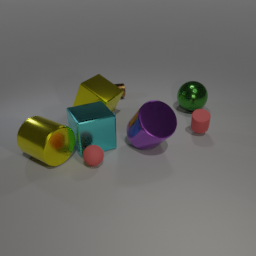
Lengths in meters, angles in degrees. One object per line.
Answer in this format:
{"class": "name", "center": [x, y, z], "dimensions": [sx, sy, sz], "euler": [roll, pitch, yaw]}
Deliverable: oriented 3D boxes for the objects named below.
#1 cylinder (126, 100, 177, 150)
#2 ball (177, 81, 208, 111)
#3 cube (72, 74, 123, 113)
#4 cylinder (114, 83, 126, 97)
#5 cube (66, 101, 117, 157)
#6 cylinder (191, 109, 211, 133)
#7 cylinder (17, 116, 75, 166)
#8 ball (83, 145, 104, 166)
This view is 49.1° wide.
{"class": "cylinder", "center": [0.802, -0.067, 9.865], "dimensions": [1.400, 1.400, 1.400], "euler": [6, 68, -16]}
{"class": "ball", "center": [2.974, -1.472, 12.960], "dimensions": [1.400, 1.400, 1.400], "euler": [0, 29, 0]}
{"class": "cube", "center": [-1.305, -1.226, 12.070], "dimensions": [1.400, 1.400, 1.400], "euler": [36, 38, 9]}
{"class": "cylinder", "center": [-0.537, -1.912, 14.333], "dimensions": [0.700, 0.700, 0.700], "euler": [-7, 30, -11]}
{"class": "cube", "center": [-1.333, 0.003, 10.293], "dimensions": [1.400, 1.400, 1.400], "euler": [-14, 32, -22]}
{"class": "cylinder", "center": [2.837, -0.265, 10.964], "dimensions": [0.700, 0.700, 0.700], "euler": [-3, 49, 4]}
{"class": "cylinder", "center": [-2.778, 0.418, 9.551], "dimensions": [1.400, 1.400, 1.400], "euler": [19, 34, 31]}
{"class": "ball", "center": [-1.146, 0.910, 9.289], "dimensions": [0.700, 0.700, 0.700], "euler": [0, 29, 0]}
